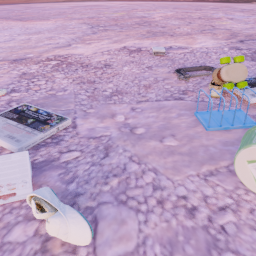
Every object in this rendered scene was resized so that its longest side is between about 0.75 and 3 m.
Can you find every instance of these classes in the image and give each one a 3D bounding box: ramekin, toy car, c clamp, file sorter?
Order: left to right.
[{"bbox_3d":[3.188,-2.466,12.777,2.380,0.322,2.033,-12,27,-18],"label":"c clamp"},{"bbox_3d":[3.642,-1.970,10.531,1.112,1.158,1.410,-8,2,-16],"label":"toy car"},{"bbox_3d":[3.110,-0.660,8.793,1.663,1.020,1.154,-4,29,-6],"label":"file sorter"},{"bbox_3d":[3.022,0.733,5.866,1.559,1.559,0.762,21,43,33],"label":"ramekin"}]

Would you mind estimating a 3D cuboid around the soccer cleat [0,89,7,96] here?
[{"bbox_3d":[-5.009,-1.373,10.744,0.296,0.331,0.853,15,32,24],"label":"soccer cleat"}]

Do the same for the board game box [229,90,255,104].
[{"bbox_3d":[4.672,-1.434,10.955,0.917,0.288,1.919,-11,34,-18],"label":"board game box"}]

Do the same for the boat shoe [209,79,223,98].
[{"bbox_3d":[3.527,-1.706,11.122,0.587,0.527,1.587,7,31,11],"label":"boat shoe"}]

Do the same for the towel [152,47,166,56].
[{"bbox_3d":[1.757,-4.383,16.025,0.748,0.386,0.903,1,28,0],"label":"towel"}]

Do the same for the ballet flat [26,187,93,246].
[{"bbox_3d":[-1.343,1.634,5.116,0.614,0.614,1.770,-23,32,-35],"label":"ballet flat"}]

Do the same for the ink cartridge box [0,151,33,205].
[{"bbox_3d":[-2.759,1.195,6.347,1.128,0.333,1.409,-10,44,-18],"label":"ink cartridge box"}]

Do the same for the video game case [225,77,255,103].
[{"bbox_3d":[4.948,-1.496,10.583,1.969,0.230,1.790,-9,32,-12],"label":"video game case"}]

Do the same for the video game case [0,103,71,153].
[{"bbox_3d":[-3.233,-0.088,8.560,2.227,0.260,2.025,17,35,29],"label":"video game case"}]
